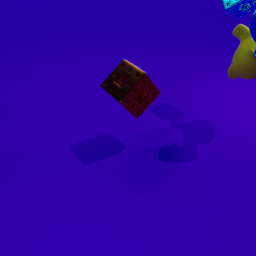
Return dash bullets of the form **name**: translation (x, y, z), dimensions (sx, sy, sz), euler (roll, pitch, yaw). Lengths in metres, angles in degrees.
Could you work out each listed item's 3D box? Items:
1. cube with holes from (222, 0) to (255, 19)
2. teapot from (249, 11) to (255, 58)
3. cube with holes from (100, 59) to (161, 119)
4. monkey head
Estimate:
- **cube with holes**: translation (3.229, -3.764, 7.955), dimensions (0.789, 0.789, 0.789), euler (3, -17, -41)
- **teapot**: translation (3.174, -2.355, 6.193), dimensions (1.031, 1.658, 0.812), euler (6, 24, -12)
- **cube with holes**: translation (0.067, -0.995, 7.219), dimensions (0.931, 0.931, 0.931), euler (-49, 51, 1)
- **monkey head**: translation (3.238, -2.028, 7.641), dimensions (1.394, 1.938, 1.168), euler (40, 86, 2)
